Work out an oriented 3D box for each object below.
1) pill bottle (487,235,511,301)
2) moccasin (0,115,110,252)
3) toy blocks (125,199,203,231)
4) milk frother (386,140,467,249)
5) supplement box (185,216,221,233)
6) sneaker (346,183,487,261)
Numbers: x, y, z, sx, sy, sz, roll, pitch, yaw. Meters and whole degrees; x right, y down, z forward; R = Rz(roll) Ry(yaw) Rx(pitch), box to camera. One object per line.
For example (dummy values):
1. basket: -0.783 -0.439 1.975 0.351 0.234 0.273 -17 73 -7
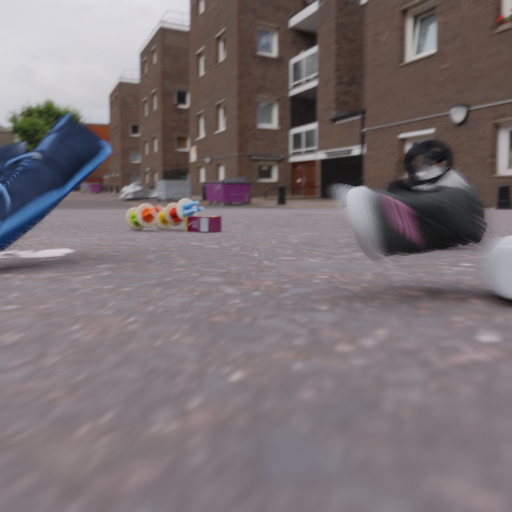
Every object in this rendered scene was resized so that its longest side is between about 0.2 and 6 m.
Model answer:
1. pill bottle: 2.316 0.088 4.786 0.596 0.596 1.061 3 7 29
2. moccasin: -3.108 -0.970 7.429 1.186 1.005 2.948 -36 17 31
3. toy blocks: -2.380 -1.119 14.772 1.497 0.652 1.797 -5 -4 -41
4. milk frother: 3.171 -1.265 9.833 1.514 1.678 1.578 28 33 5
5. supplement box: -1.378 -0.821 14.537 0.821 0.424 0.537 4 7 35
6. sneaker: 1.379 -0.348 4.636 0.875 0.624 1.765 -17 -11 29
